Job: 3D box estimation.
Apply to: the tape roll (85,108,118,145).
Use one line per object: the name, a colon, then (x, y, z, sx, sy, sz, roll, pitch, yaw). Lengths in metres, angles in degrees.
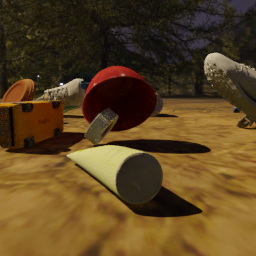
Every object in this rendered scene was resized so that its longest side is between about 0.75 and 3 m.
tape roll: (-0.529, -0.026, 5.652, 0.269, 0.769, 0.769, 38, 14, 7)

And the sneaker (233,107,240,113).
sneaker: (5.712, -0.946, 14.693, 0.327, 0.294, 0.795, 7, 11, 32)

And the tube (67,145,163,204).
tube: (-0.249, 0.421, 3.505, 0.571, 0.511, 1.968, 38, -11, -18)

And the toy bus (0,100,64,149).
toy bus: (-2.250, -0.184, 6.423, 1.053, 0.875, 2.690, 1, 7, 8)

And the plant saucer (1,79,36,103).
plant saucer: (-3.943, -1.075, 9.925, 1.646, 1.646, 0.308, 6, -23, 39)

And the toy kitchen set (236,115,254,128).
toy kitchen set: (3.875, -0.102, 8.188, 0.867, 0.959, 1.063, -38, -23, -10)

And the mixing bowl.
mixing bowl: (-0.245, -0.737, 6.074, 1.571, 1.571, 0.851, -2, 47, -14)

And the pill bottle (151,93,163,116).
pill bottle: (0.981, -1.160, 13.186, 1.073, 1.073, 1.933, 0, 8, -4)

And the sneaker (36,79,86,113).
sneaker: (-2.896, -1.295, 12.194, 1.190, 1.127, 2.946, 2, -19, -45)

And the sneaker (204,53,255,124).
sneaker: (2.779, -0.949, 6.380, 2.353, 0.947, 0.899, 44, -4, 5)
